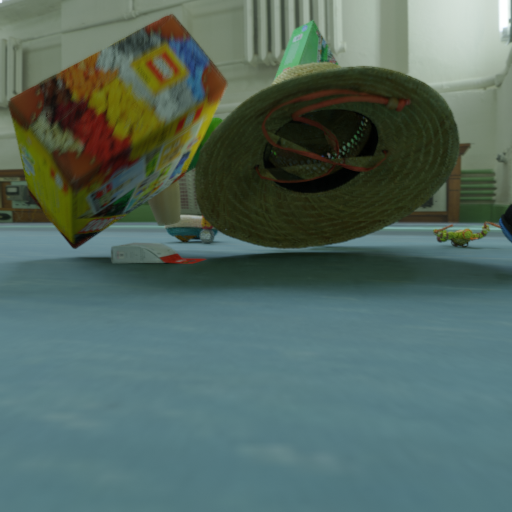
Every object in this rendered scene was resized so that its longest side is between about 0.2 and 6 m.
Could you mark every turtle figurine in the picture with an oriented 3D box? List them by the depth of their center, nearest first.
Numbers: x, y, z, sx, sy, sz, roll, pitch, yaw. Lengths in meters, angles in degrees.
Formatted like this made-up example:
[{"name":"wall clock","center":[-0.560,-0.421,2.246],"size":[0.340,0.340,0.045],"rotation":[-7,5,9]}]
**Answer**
[{"name":"turtle figurine","center":[4.427,-0.418,11.993],"size":[1.472,0.474,1.187],"rotation":[-5,-3,0]}]

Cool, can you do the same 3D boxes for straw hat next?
[{"name":"straw hat","center":[0.964,-1.966,8.919],"size":[4.356,1.843,4.356],"rotation":[-7,-28,-4]}]

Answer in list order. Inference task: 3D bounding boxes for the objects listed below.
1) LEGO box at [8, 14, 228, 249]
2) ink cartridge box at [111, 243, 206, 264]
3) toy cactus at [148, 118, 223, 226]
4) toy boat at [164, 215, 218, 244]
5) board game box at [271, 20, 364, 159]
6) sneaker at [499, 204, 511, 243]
[{"name":"LEGO box","center":[-2.044,-1.607,8.198],"size":[2.411,1.249,3.238],"rotation":[-38,0,-22]},{"name":"ink cartridge box","center":[-1.418,-0.047,8.326],"size":[1.184,0.338,0.962],"rotation":[-4,4,8]},{"name":"toy cactus","center":[-1.995,-1.809,10.826],"size":[2.929,2.417,1.498],"rotation":[-14,13,-18]},{"name":"toy boat","center":[-1.491,-0.632,13.912],"size":[1.415,0.782,1.684],"rotation":[3,-5,-28]},{"name":"board game box","center":[1.355,-2.813,12.536],"size":[0.634,4.354,2.930],"rotation":[-13,-47,35]},{"name":"sneaker","center":[3.986,-0.400,5.763],"size":[1.149,1.342,3.240],"rotation":[0,4,-21]}]
